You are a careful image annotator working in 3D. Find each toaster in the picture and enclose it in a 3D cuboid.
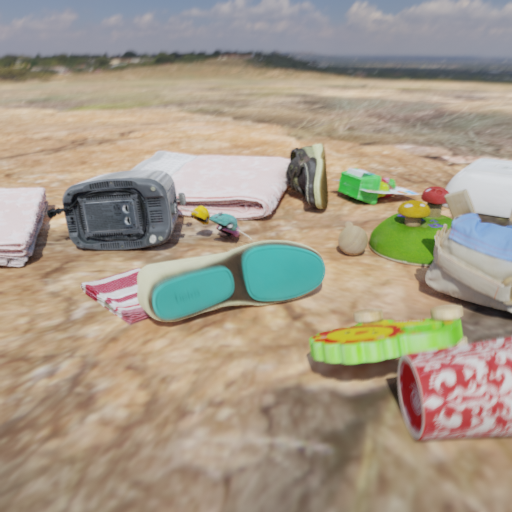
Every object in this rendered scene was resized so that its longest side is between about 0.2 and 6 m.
[{"bbox_3d":[-2.382,-0.847,9.927,2.187,1.243,1.413,-5,17,6],"label":"toaster"}]

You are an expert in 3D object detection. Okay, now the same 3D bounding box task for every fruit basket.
[{"bbox_3d":[2.655,-1.604,12.561,1.488,0.698,1.379,-7,22,-25],"label":"fruit basket"}]

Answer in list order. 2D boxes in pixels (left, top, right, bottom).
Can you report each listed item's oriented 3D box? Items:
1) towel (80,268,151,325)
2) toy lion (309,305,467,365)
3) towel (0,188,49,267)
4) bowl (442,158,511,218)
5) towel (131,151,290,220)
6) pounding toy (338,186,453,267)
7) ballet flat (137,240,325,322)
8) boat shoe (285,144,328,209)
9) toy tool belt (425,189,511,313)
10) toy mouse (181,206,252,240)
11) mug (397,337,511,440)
[{"bbox_3d":[-1.700,0.508,7.916,1.039,0.164,1.442,-18,28,-39],"label":"towel"},{"bbox_3d":[1.343,0.870,5.873,1.440,0.495,1.381,-7,1,32],"label":"toy lion"},{"bbox_3d":[-5.546,-0.484,9.904,3.334,0.563,3.491,-4,22,-13],"label":"towel"},{"bbox_3d":[5.393,-1.525,12.167,2.274,0.850,2.277,15,25,31],"label":"bowl"},{"bbox_3d":[-1.155,-1.760,13.023,3.805,0.642,3.984,5,23,11],"label":"towel"},{"bbox_3d":[2.584,-0.623,9.581,2.232,1.036,1.723,5,22,11],"label":"pounding toy"},{"bbox_3d":[-0.347,0.262,7.596,2.657,0.923,0.923,-7,22,-26],"label":"ballet flat"},{"bbox_3d":[1.115,-1.754,12.475,0.918,1.036,2.831,-3,24,7],"label":"boat shoe"},{"bbox_3d":[3.469,-0.004,7.271,2.322,1.427,1.450,17,18,35],"label":"toy tool belt"},{"bbox_3d":[-0.555,-0.576,9.875,1.162,0.253,1.308,20,-8,18],"label":"toy mouse"},{"bbox_3d":[2.106,1.305,5.270,1.424,1.264,0.950,-6,58,-3],"label":"mug"}]
